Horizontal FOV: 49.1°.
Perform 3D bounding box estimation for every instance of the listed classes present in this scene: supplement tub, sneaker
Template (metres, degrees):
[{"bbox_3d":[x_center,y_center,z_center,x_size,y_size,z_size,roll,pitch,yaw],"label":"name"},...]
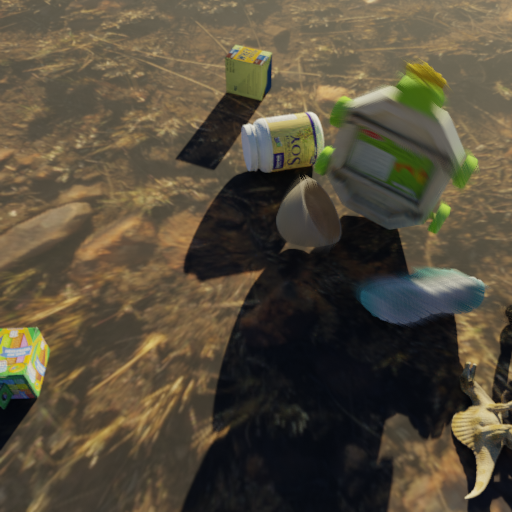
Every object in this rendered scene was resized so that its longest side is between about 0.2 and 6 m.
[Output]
[{"bbox_3d":[0.604,-2.655,13.215,1.736,1.262,1.262,-10,49,-9],"label":"supplement tub"},{"bbox_3d":[3.073,0.681,10.665,2.242,0.870,1.023,-3,21,-1],"label":"sneaker"}]

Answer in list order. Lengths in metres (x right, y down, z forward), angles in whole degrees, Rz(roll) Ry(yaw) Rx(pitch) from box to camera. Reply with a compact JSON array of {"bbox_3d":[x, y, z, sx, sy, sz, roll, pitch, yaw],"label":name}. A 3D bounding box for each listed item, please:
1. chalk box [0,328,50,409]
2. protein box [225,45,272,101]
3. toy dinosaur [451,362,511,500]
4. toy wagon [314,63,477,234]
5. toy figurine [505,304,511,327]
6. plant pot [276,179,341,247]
[{"bbox_3d":[-4.094,1.940,9.477,0.771,0.776,1.244,-2,50,-1],"label":"chalk box"},{"bbox_3d":[-0.205,-5.054,15.455,1.095,1.088,0.739,18,51,15],"label":"protein box"},{"bbox_3d":[3.770,2.860,8.874,1.267,0.729,2.506,-3,39,18],"label":"toy dinosaur"},{"bbox_3d":[2.799,-2.112,10.983,2.906,3.745,0.741,30,51,14],"label":"toy wagon"},{"bbox_3d":[5.114,1.012,10.136,0.959,0.974,0.678,32,20,14],"label":"toy figurine"},{"bbox_3d":[0.975,-0.744,11.490,0.939,1.399,1.399,-26,39,32],"label":"plant pot"}]
